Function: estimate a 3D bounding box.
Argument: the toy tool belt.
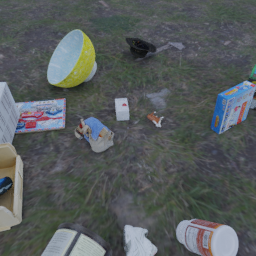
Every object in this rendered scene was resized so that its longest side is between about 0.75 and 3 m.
[{"bbox_3d":[-1.255,0.040,10.158,1.039,1.023,1.664,-34,52,-31],"label":"toy tool belt"}]

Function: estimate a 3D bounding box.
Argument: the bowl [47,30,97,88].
[{"bbox_3d":[-2.332,-2.933,12.868,1.469,2.730,2.730,25,25,-40],"label":"bowl"}]

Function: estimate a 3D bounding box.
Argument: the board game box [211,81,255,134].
[{"bbox_3d":[3.969,-0.773,10.608,1.595,1.628,0.455,-25,46,-26],"label":"board game box"}]

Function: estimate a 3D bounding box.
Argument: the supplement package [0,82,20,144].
[{"bbox_3d":[-5.053,-0.188,9.677,1.731,1.719,2.281,-1,51,-1],"label":"supplement package"}]

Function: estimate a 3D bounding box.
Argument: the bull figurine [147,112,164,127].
[{"bbox_3d":[1.117,-0.347,11.160,0.486,0.261,0.801,-26,50,-28],"label":"bull figurine"}]

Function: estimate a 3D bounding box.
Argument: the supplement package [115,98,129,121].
[{"bbox_3d":[-0.244,-0.765,11.430,0.514,0.508,0.848,-5,43,-5],"label":"supplement package"}]

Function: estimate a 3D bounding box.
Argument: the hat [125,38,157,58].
[{"bbox_3d":[0.609,-4.191,14.967,1.745,0.704,1.745,14,34,-10],"label":"hat"}]

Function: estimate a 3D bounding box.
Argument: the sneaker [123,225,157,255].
[{"bbox_3d":[0.337,3.206,6.984,0.853,0.669,1.717,0,43,-5],"label":"sneaker"}]

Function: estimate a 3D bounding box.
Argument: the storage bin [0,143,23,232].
[{"bbox_3d":[-4.430,1.806,8.140,2.413,1.139,2.431,-10,43,-10],"label":"storage bin"}]

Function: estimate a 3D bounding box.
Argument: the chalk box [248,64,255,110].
[{"bbox_3d":[5.573,-1.809,11.528,1.191,1.908,1.183,21,46,21],"label":"chalk box"}]

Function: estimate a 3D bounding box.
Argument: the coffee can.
[{"bbox_3d":[-1.425,3.377,6.142,1.480,1.480,2.023,15,45,16],"label":"coffee can"}]

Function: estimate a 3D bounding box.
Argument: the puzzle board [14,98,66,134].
[{"bbox_3d":[-3.868,-0.533,11.388,2.593,0.226,1.954,-6,43,-6],"label":"puzzle board"}]

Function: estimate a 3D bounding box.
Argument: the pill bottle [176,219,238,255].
[{"bbox_3d":[1.886,2.715,6.925,0.820,0.820,1.462,-29,7,-28],"label":"pill bottle"}]

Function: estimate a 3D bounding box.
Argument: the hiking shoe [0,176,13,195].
[{"bbox_3d":[-4.419,1.639,7.716,0.927,1.080,2.492,-18,-3,41],"label":"hiking shoe"}]
